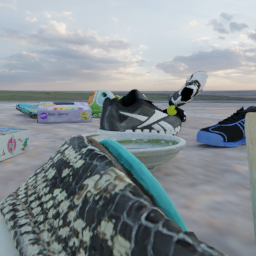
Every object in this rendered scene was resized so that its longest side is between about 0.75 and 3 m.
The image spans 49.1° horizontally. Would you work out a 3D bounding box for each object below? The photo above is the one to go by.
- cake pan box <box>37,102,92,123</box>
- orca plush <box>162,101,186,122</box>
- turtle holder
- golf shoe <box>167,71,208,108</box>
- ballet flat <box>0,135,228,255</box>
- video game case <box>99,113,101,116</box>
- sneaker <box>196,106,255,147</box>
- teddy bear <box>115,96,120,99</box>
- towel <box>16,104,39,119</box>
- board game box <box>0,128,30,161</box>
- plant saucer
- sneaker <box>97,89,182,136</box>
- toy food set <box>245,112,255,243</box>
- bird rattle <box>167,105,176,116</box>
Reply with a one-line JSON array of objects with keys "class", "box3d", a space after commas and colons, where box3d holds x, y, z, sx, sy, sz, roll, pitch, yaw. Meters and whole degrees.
[{"class": "cake pan box", "box3d": [-2.092, -0.537, 9.212, 1.638, 0.465, 1.778, 0, 13, -13]}, {"class": "orca plush", "box3d": [1.195, -0.534, 8.856, 1.885, 0.670, 0.991, -4, 8, -31]}, {"class": "turtle holder", "box3d": [-0.839, -0.938, 10.780, 1.436, 1.020, 1.091, 2, 6, 6]}, {"class": "golf shoe", "box3d": [2.152, -1.289, 9.285, 1.757, 0.683, 0.830, -44, 11, -14]}, {"class": "ballet flat", "box3d": [0.014, 0.492, 0.367, 0.834, 0.751, 2.215, -25, 18, -23]}, {"class": "video game case", "box3d": [-0.874, -0.621, 12.052, 0.888, 0.108, 0.976, -3, 7, -21]}, {"class": "sneaker", "box3d": [1.895, -0.051, 4.813, 1.665, 0.649, 0.584, -3, 8, -24]}, {"class": "teddy bear", "box3d": [-0.952, -1.166, 13.712, 1.802, 0.830, 2.486, -5, 8, -22]}, {"class": "towel", "box3d": [-3.280, -0.767, 11.667, 2.181, 0.323, 2.974, -5, 12, -31]}, {"class": "board game box", "box3d": [-1.953, 0.232, 3.731, 0.814, 0.354, 1.103, 2, 6, 9]}, {"class": "plant saucer", "box3d": [-0.023, 0.287, 3.253, 1.361, 0.342, 1.361, 0, 7, 0]}, {"class": "sneaker", "box3d": [0.316, -0.254, 5.271, 2.095, 0.948, 0.696, -5, 9, -41]}, {"class": "toy food set", "box3d": [1.819, 0.547, 0.777, 2.882, 0.578, 1.990, 9, 17, 22]}, {"class": "bird rattle", "box3d": [0.685, -0.099, 6.698, 1.084, 0.611, 0.884, -20, 5, -31]}]
